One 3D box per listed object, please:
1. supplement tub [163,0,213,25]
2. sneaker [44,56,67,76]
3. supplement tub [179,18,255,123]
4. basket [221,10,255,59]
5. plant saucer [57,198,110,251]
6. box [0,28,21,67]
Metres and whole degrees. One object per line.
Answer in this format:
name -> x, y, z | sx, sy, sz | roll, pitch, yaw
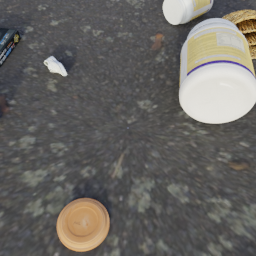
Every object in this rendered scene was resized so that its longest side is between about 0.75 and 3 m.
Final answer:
supplement tub -> 2.516, -5.226, 11.780 | 1.838, 1.337, 1.337 | -32, 58, -24
sneaker -> -2.576, -2.120, 9.952 | 0.433, 0.447, 1.223 | -37, 51, -15
supplement tub -> 2.622, -1.786, 8.456 | 2.079, 2.079, 2.860 | 7, 50, 5
basket -> 4.411, -3.463, 10.382 | 1.876, 1.339, 1.397 | -7, 51, -5
plant saucer -> -1.057, 2.234, 6.606 | 1.245, 0.201, 1.245 | 0, 51, 1
box -> -5.222, -3.135, 10.690 | 1.524, 0.441, 1.917 | 9, 52, 7
